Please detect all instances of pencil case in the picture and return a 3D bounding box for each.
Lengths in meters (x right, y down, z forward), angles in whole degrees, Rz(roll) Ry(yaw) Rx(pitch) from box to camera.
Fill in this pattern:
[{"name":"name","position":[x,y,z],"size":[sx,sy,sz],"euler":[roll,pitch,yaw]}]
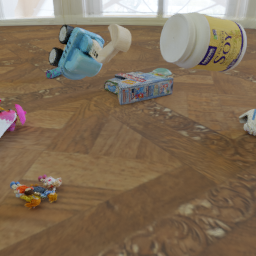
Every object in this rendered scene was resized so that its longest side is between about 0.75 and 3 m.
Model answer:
[{"name":"pencil case","position":[-4.258,-3.248,16.277],"size":[0.526,0.485,1.139],"euler":[30,36,15]}]

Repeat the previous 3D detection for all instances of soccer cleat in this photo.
[{"name":"soccer cleat","position":[-4.640,0.238,9.105],"size":[1.022,1.264,2.927],"euler":[-8,15,17]},{"name":"soccer cleat","position":[4.739,0.072,9.928],"size":[0.958,0.775,2.218],"euler":[-21,29,4]}]

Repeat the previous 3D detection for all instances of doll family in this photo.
[{"name":"doll family","position":[-2.258,1.653,7.111],"size":[0.836,0.607,1.348],"euler":[12,12,35]}]

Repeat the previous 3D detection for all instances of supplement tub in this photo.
[{"name":"supplement tub","position":[2.327,-2.655,8.750],"size":[2.279,1.657,1.657],"euler":[-2,26,-29]}]

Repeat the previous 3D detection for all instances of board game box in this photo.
[{"name":"board game box","position":[0.219,-2.074,13.652],"size":[2.813,0.868,2.815],"euler":[-23,36,-37]}]

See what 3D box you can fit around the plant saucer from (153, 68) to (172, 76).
[{"name":"plant saucer","position":[2.031,-3.413,16.875],"size":[1.198,0.231,1.198],"euler":[-1,28,0]}]

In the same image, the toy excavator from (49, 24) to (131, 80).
[{"name":"toy excavator","position":[-1.065,-2.202,8.231],"size":[1.231,2.397,2.465],"euler":[7,36,-42]}]

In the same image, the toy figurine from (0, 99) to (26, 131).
[{"name":"toy figurine","position":[-4.634,-0.418,10.418],"size":[1.528,1.660,1.246],"euler":[19,-11,-4]}]
